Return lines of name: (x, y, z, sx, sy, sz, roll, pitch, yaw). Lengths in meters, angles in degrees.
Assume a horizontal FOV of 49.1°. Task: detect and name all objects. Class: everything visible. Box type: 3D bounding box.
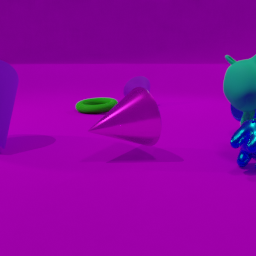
cylinder: (3.016, -0.525, 5.720, 1.278, 1.278, 1.278, 20, 10, -12)
cone: (-2.591, -0.234, 5.304, 1.523, 1.523, 1.529, -12, 61, -40)
cone: (-0.187, -0.073, 4.807, 1.093, 1.089, 1.089, -15, 20, -27)
cone: (0.511, -1.113, 9.969, 1.068, 1.068, 1.072, -6, 41, -21)
ring: (-1.018, -0.748, 9.239, 1.400, 0.280, 1.400, -3, 18, 1)
cow figurine: (2.144, 0.163, 4.429, 0.613, 1.117, 1.099, 18, 62, 48)
monkey head: (2.089, -0.690, 4.640, 0.980, 1.362, 0.821, 8, -22, -37)
